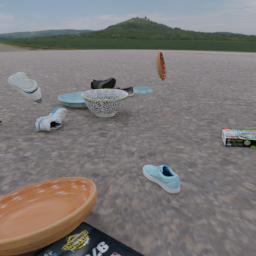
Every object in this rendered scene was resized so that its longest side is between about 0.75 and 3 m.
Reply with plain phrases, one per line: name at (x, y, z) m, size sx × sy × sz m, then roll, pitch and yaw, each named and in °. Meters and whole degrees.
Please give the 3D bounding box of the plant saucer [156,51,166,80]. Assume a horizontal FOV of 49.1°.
plant saucer at (1.350, -2.541, 11.523) m, size 0.189 × 1.170 × 1.170 m, roll -6°, pitch 17°, yaw 19°

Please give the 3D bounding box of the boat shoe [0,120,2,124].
boat shoe at (-5.846, -0.360, 11.790) m, size 1.198 × 0.375 × 0.426 m, roll 8°, pitch 20°, yaw 17°

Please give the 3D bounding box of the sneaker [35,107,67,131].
sneaker at (-2.912, -0.284, 11.385) m, size 0.758 × 0.656 × 1.750 m, roll 15°, pitch 32°, yaw 20°

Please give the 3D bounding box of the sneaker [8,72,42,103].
sneaker at (-3.939, -1.544, 10.713) m, size 0.725 × 0.763 × 1.897 m, roll -40°, pitch 50°, yaw -17°

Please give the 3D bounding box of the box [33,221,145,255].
box at (-0.855, 2.360, 4.238) m, size 1.545 × 0.447 × 1.944 m, roll 15°, pitch 25°, yaw 35°

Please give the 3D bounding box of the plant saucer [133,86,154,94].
plant saucer at (0.885, -2.393, 17.489) m, size 1.454 × 0.280 × 1.454 m, roll -1°, pitch 20°, yaw 0°

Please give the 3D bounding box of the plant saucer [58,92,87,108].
plant saucer at (-2.497, -1.426, 14.613) m, size 2.260 × 0.435 × 2.260 m, roll -1°, pitch 21°, yaw 0°

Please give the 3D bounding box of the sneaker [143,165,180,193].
sneaker at (0.889, 1.162, 7.365) m, size 0.502 × 0.556 × 1.357 m, roll -13°, pitch 24°, yaw -34°

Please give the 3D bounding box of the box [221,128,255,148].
box at (4.315, 0.368, 9.868) m, size 1.851 × 0.321 × 1.019 m, roll 3°, pitch 20°, yaw 9°

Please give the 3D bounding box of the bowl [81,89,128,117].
bowl at (-1.047, -1.093, 12.868) m, size 2.126 × 0.998 × 2.126 m, roll 0°, pitch 20°, yaw 0°

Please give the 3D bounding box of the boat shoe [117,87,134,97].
boat shoe at (-0.483, -2.097, 16.251) m, size 1.719 × 0.557 × 0.618 m, roll -6°, pitch 21°, yaw -16°

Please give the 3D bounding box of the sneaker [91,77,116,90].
sneaker at (-1.621, -2.839, 17.954) m, size 1.169 × 0.780 × 2.040 m, roll 18°, pitch 31°, yaw 25°

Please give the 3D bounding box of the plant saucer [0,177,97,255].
plant saucer at (-1.793, 1.663, 5.462) m, size 2.492 × 0.466 × 2.492 m, roll -12°, pitch 11°, yaw 2°
